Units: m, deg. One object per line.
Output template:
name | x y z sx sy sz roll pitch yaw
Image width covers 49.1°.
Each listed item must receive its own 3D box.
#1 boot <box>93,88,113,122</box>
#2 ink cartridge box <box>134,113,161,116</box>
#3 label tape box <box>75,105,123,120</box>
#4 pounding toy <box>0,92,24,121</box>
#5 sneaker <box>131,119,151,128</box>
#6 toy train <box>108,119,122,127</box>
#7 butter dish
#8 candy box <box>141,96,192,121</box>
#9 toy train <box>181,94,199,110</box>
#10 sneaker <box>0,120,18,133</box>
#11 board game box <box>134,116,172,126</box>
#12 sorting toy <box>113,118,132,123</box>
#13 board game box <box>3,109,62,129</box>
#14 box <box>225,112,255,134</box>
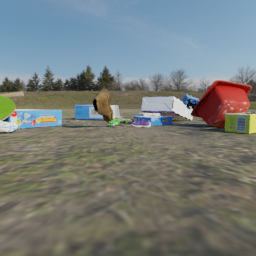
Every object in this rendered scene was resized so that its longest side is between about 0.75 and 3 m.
boot | -1.041 -0.755 11.211 0.687 0.704 1.865 35 -25 23
ink cartridge box | 1.040 -0.546 14.948 1.172 0.485 0.854 -3 6 -35
label tape box | -1.782 -1.046 18.099 2.078 0.959 2.901 2 7 21
pounding toy | -5.383 -1.096 10.318 2.215 1.331 2.869 -11 28 2
sneaker | 0.557 -0.211 11.881 0.857 0.357 0.345 1 5 22
toy train | -0.562 -0.222 12.356 0.312 0.231 1.105 14 14 15
butter dish | 4.100 -0.714 11.705 2.134 1.582 2.140 5 -42 -24
candy box | 2.272 -1.085 15.988 2.040 0.870 2.431 3 -8 39
toy train | 2.955 -1.120 12.595 1.111 0.482 0.635 10 42 -31
sneaker | -4.292 -0.084 9.376 0.551 0.555 1.533 1 4 23
board game box | 1.202 -0.369 13.551 1.359 0.380 1.330 -3 6 -34
sorting toy | -0.309 -0.376 14.638 0.952 0.230 1.690 4 5 -3
board game box | -4.744 -0.441 12.347 2.601 0.727 2.546 4 6 38
box | 4.776 -0.230 10.233 2.727 0.683 1.026 -3 6 -37
